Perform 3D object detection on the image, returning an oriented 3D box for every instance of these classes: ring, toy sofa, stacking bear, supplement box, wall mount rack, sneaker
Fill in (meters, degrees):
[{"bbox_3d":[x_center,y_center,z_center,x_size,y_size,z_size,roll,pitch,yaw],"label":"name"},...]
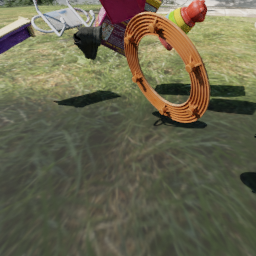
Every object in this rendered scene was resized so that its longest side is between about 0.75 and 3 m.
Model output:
[{"bbox_3d":[0.500,-0.853,4.377,0.178,1.858,1.858,-35,41,-21],"label":"ring"},{"bbox_3d":[-3.914,-2.997,9.322,0.821,0.697,1.682,28,57,33],"label":"toy sofa"},{"bbox_3d":[1.255,-2.412,6.334,1.181,0.672,0.717,-25,30,43],"label":"stacking bear"},{"bbox_3d":[-0.113,-3.923,9.768,1.522,2.325,1.200,20,42,-23],"label":"supplement box"},{"bbox_3d":[-1.809,-3.282,7.436,1.653,0.709,1.902,50,48,4],"label":"wall mount rack"},{"bbox_3d":[-1.139,-2.361,7.654,0.734,0.614,1.617,4,-11,-13],"label":"sneaker"}]

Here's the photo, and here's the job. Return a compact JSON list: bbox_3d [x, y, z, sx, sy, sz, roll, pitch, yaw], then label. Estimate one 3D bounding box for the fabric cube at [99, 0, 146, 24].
[{"bbox_3d":[-0.146,-3.774,7.910,1.049,1.029,1.046,-6,56,25],"label":"fabric cube"}]
